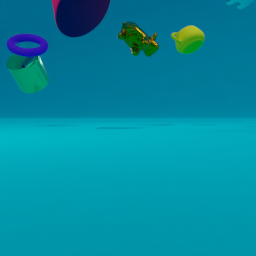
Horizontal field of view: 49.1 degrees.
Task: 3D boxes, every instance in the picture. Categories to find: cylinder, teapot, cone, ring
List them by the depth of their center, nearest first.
[{"bbox_3d":[-1.613,-3.553,7.247,1.673,1.666,1.666,47,22,19],"label":"cone"},{"bbox_3d":[-3.370,-2.801,9.434,1.330,0.266,1.330,7,41,-6],"label":"ring"},{"bbox_3d":[-3.611,-2.049,10.168,1.147,1.147,1.147,0,-37,9],"label":"cylinder"},{"bbox_3d":[2.292,-3.334,10.433,1.755,0.859,1.091,-8,-21,-34],"label":"teapot"}]

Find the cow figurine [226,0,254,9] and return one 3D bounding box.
[{"bbox_3d":[3.495,-3.909,7.853,1.253,0.688,1.233,-7,-12,-37],"label":"cow figurine"}]

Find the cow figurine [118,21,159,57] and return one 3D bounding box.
[{"bbox_3d":[0.428,-3.347,10.489,0.931,1.696,1.669,-35,23,30],"label":"cow figurine"}]
